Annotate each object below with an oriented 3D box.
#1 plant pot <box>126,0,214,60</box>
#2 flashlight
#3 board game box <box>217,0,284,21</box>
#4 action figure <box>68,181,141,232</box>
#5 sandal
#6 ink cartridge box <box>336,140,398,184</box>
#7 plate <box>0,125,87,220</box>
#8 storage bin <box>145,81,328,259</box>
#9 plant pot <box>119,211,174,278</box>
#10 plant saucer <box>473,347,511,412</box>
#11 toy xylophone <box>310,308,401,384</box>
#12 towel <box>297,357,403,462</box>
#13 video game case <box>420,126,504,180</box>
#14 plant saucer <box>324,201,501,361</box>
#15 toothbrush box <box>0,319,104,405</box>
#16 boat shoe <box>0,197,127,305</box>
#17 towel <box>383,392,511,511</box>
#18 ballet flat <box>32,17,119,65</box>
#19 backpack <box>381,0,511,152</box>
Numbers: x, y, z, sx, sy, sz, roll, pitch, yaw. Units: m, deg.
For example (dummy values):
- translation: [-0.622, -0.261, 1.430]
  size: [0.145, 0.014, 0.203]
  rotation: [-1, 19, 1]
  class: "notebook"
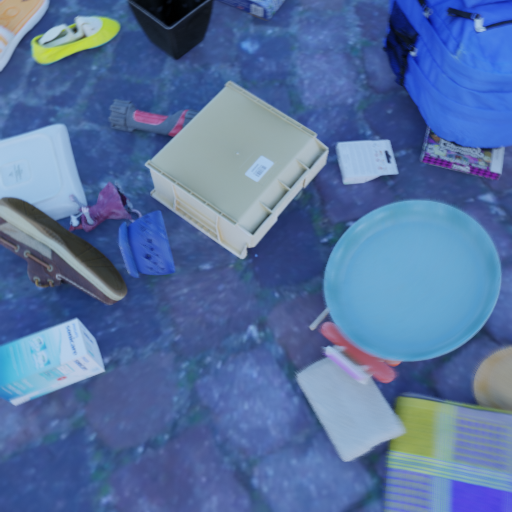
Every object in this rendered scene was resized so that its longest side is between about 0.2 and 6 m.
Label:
- translation: [-1.843, -5.303, 12.526]
  size: [1.393, 1.239, 1.396]
  rotation: [40, 72, 16]
  class: "plant pot"
- translation: [-2.084, -2.879, 11.718]
  size: [1.922, 0.653, 0.651]
  rotation: [14, 63, 6]
  class: "flashlight"
- translation: [-0.069, -6.842, 13.600]
  size: [1.905, 0.587, 1.904]
  rotation: [27, 68, 12]
  class: "board game box"
- translation: [-3.056, -0.824, 10.868]
  size: [1.320, 0.983, 0.884]
  rotation: [-35, 42, 5]
  class: "action figure"
- translation: [-6.053, -5.199, 12.599]
  size: [1.338, 1.001, 3.493]
  rotation: [21, 67, 9]
  class: "sandal"
- translation: [2.262, -1.940, 11.512]
  size: [1.099, 0.275, 0.885]
  rotation: [-4, 65, -7]
  class: "ink cartridge box"
- translation: [-4.781, -1.579, 11.265]
  size: [2.286, 0.369, 2.281]
  rotation: [-18, 67, -8]
  class: "plate"
- translation: [-0.342, -1.670, 10.863]
  size: [2.533, 1.196, 2.552]
  rotation: [35, 69, 14]
  class: "storage bin"
- translation: [-2.000, -0.178, 10.134]
  size: [0.823, 0.915, 0.915]
  rotation: [-13, 33, -5]
  class: "plant pot"
- translation: [4.444, 2.150, 9.025]
  size: [1.732, 1.732, 0.307]
  rotation: [31, 33, 14]
  class: "plant saucer"
- translation: [1.908, 1.198, 9.664]
  size: [1.608, 0.552, 2.197]
  rotation: [32, 56, 15]
  class: "toy xylophone"
- translation: [1.513, 2.441, 9.340]
  size: [1.117, 0.291, 1.686]
  rotation: [-24, 59, -9]
  class: "towel"
- translation: [4.337, -2.370, 11.657]
  size: [1.579, 0.283, 1.432]
  rotation: [16, 63, 8]
  class: "video game case"
- translation: [2.499, 0.394, 9.161]
  size: [2.777, 0.380, 2.777]
  rotation: [-11, 62, 22]
  class: "plant saucer"
- translation: [-3.476, 1.770, 9.254]
  size: [1.593, 1.166, 0.679]
  rotation: [-21, 67, -11]
  class: "toothbrush box"
- translation: [-3.698, 0.109, 10.258]
  size: [2.908, 1.049, 1.047]
  rotation: [35, 100, 4]
  class: "boat shoe"
- translation: [3.078, 3.686, 8.793]
  size: [2.075, 0.329, 2.890]
  rotation: [13, 66, 7]
  class: "towel"
- translation: [-4.095, -4.997, 12.677]
  size: [2.084, 0.698, 0.696]
  rotation: [-29, 68, -13]
  class: "ballet flat"
- translation: [4.387, -4.206, 10.701]
  size: [3.273, 3.380, 4.028]
  rotation: [-9, 56, 2]
  class: "backpack"
